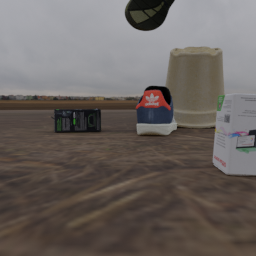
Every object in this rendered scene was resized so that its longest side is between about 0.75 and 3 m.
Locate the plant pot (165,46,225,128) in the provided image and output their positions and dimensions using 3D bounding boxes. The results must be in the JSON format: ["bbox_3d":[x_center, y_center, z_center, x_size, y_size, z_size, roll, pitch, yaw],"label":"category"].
[{"bbox_3d":[2.172,-1.467,9.235,2.439,2.232,2.439,-2,21,1],"label":"plant pot"}]

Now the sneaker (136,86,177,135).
[{"bbox_3d":[0.820,-0.516,7.613,1.074,1.211,2.865,0,4,6],"label":"sneaker"}]

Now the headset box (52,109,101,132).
[{"bbox_3d":[-1.451,-0.227,7.771,1.308,0.607,1.139,-1,5,-11],"label":"headset box"}]

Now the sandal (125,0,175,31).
[{"bbox_3d":[0.480,-2.599,5.966,0.562,0.782,1.969,-13,31,42],"label":"sandal"}]

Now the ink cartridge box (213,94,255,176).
[{"bbox_3d":[1.172,0.053,3.001,0.340,0.810,0.587,3,5,2],"label":"ink cartridge box"}]
